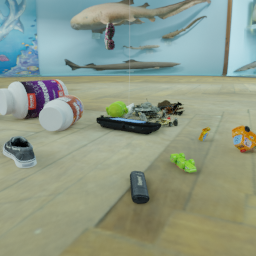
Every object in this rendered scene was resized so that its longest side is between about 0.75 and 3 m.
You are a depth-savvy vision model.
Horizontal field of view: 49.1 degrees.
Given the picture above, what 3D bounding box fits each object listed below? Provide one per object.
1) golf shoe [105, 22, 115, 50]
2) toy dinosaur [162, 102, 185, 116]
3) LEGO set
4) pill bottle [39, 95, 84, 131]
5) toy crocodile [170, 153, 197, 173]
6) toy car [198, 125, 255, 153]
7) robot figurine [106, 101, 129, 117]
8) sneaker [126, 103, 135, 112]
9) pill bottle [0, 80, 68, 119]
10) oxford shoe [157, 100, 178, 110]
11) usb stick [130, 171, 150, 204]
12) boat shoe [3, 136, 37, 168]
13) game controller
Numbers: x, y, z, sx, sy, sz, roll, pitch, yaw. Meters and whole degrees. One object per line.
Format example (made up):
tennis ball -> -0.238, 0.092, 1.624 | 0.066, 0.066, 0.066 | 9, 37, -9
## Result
golf shoe -> -0.803, -3.731, 11.400 | 0.388, 1.069, 0.492 | -10, 19, -40
toy dinosaur -> 2.229, -0.931, 13.522 | 1.283, 0.655, 0.871 | -37, 17, -33
LEGO set -> 1.022, -0.742, 12.131 | 1.920, 0.838, 2.957 | -11, 18, -39
pill bottle -> -2.536, -0.561, 10.744 | 1.173, 1.173, 2.092 | 2, 15, 8
toy crocodile -> 1.333, 0.863, 6.898 | 0.343, 0.314, 1.017 | -8, 20, -22
toy car -> 3.081, 0.445, 8.571 | 1.936, 0.949, 0.644 | -8, 45, 59
robot figurine -> -0.484, -0.850, 12.870 | 1.060, 0.699, 1.208 | 4, 15, 16
sneaker -> 0.052, -0.821, 13.491 | 0.592, 0.464, 1.191 | -17, 13, 9
pill bottle -> -4.310, -1.329, 12.803 | 1.642, 1.642, 2.920 | 13, 20, 43
oxford shoe -> 1.990, -1.209, 14.149 | 1.208, 0.510, 0.439 | -1, -13, 37
usb stick -> 0.219, 1.180, 5.736 | 0.341, 0.200, 1.229 | -1, 14, -1
boat shoe -> -2.956, 0.506, 7.551 | 0.662, 0.625, 1.845 | -9, 16, -31
game controller -> 0.013, -0.193, 10.615 | 2.430, 0.512, 1.268 | 9, 17, 31
